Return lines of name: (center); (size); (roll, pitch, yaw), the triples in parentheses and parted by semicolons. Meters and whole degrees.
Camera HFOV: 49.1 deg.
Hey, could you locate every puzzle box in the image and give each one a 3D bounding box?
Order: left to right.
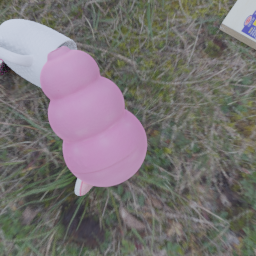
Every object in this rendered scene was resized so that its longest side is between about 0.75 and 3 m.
puzzle box: (4.507, -3.941, 9.444); (1.775, 0.339, 2.668); (34, 77, 9)

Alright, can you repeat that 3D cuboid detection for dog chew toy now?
dog chew toy: (-0.743, -0.226, 5.582); (1.766, 1.766, 2.835); (-28, 114, -8)

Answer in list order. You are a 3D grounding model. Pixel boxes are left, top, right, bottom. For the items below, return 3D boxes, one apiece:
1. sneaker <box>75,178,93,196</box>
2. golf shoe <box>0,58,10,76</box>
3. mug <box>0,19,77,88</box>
sneaker: (-0.617, 1.123, 7.779); (1.037, 0.747, 1.984); (26, 72, 12)
golf shoe: (-3.991, -2.151, 8.924); (0.521, 0.411, 1.131); (9, 64, 8)
mug: (-2.886, -2.189, 8.001); (1.974, 2.252, 1.663); (30, 114, 8)
